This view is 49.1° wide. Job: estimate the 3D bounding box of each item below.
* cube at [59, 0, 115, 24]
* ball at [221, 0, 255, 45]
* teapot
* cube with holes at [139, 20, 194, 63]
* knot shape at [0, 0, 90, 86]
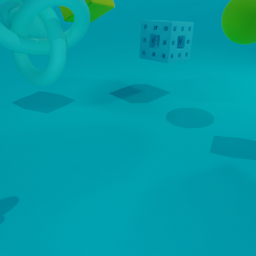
[{"bbox_3d":[-1.321,-3.959,8.374,1.174,1.174,1.174,-17,4,35],"label":"cube"},{"bbox_3d":[3.216,-2.940,7.532,1.340,1.340,1.340,0,30,0],"label":"ball"},{"bbox_3d":[-1.926,-1.786,4.981,0.742,0.942,1.515,-34,10,-17],"label":"teapot"},{"bbox_3d":[1.293,-2.974,9.532,1.247,1.247,1.247,23,30,40],"label":"cube with holes"},{"bbox_3d":[-1.215,-1.463,4.063,1.403,1.500,0.693,-26,24,0],"label":"knot shape"}]
